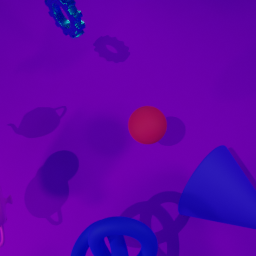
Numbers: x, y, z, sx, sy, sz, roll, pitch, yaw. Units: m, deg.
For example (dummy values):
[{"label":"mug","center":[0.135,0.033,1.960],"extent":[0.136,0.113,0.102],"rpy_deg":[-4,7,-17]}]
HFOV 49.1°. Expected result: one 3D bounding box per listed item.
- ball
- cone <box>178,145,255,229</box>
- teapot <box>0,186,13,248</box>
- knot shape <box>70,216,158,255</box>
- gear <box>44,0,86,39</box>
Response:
[{"label":"ball","center":[0.440,-0.064,6.340],"extent":[0.877,0.877,0.877],"rpy_deg":[0,69,0]},{"label":"cone","center":[2.062,1.413,5.138],"extent":[1.626,1.620,1.620],"rpy_deg":[33,72,33]},{"label":"teapot","center":[-2.861,1.530,5.739],"extent":[0.909,1.154,1.856],"rpy_deg":[-13,70,-21]},{"label":"knot shape","center":[-0.206,2.433,4.855],"extent":[0.844,1.826,1.709],"rpy_deg":[-6,68,-47]},{"label":"gear","center":[-1.531,-2.758,6.773],"extent":[1.219,1.219,0.225],"rpy_deg":[42,69,14]}]
